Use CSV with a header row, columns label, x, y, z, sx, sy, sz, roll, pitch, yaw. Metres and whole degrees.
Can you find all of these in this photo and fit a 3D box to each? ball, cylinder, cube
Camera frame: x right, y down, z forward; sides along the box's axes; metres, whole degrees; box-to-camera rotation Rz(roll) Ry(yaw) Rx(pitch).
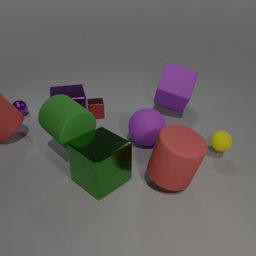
label,x,y,z,sx,sy,sz,roll,pitch,yaw
ball,3.179,0.449,9.538,0.700,0.700,0.700,0,31,0
cylinder,-4.917,-0.444,10.496,1.400,1.400,1.400,-24,36,19
cube,-2.489,-0.896,11.794,1.400,1.400,1.400,-7,32,-12
cube,-0.841,1.024,8.575,1.400,1.400,1.400,27,40,37
ball,-4.839,-0.894,12.496,0.700,0.700,0.700,0,31,0
ball,0.709,-0.031,10.377,1.400,1.400,1.400,0,31,0
cube,-1.429,-0.870,12.444,0.700,0.700,0.700,-5,30,-9
cylinder,1.394,0.854,8.148,1.400,1.400,1.400,10,37,-8
cylinder,-2.011,-0.212,9.285,1.400,1.400,1.400,-25,45,-36
cube,2.041,-1.745,12.152,1.400,1.400,1.400,20,71,5
